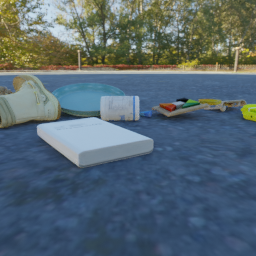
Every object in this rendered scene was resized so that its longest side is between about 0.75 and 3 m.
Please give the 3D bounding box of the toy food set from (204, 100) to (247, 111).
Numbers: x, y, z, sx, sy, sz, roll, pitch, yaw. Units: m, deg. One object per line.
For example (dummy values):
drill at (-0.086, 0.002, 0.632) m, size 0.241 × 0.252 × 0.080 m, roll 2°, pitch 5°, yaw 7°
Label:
toy food set at (4.038, -0.910, 11.634) m, size 1.406 × 0.425 × 1.009 m, roll -6°, pitch 3°, yaw -26°

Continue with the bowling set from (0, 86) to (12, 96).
bowling set at (-5.181, -1.175, 11.135) m, size 1.376 × 1.061 × 1.977 m, roll 13°, pitch 19°, yaw 42°

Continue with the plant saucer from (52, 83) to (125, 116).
plant saucer at (-1.588, -1.141, 11.234) m, size 2.960 × 0.406 × 2.960 m, roll 2°, pitch 29°, yaw -1°

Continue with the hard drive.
hard drive at (-0.941, 0.228, 6.936) m, size 1.827 × 0.370 × 2.769 m, roll -9°, pitch 16°, yaw -32°

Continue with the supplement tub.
supplement tub at (-0.262, -0.677, 9.595) m, size 1.287 × 0.849 × 0.849 m, roll -1°, pitch 14°, yaw 2°

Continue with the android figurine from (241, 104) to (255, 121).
android figurine at (4.893, -0.525, 9.935) m, size 1.713 × 0.386 × 1.881 m, roll -7°, pitch 16°, yaw -24°

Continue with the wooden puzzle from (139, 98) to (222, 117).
wooden puzzle at (1.882, -0.819, 10.292) m, size 2.676 × 0.313 × 1.806 m, roll -16°, pitch 15°, yaw -22°

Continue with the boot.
boot at (-3.922, -0.987, 9.600) m, size 2.184 × 1.023 × 2.810 m, roll -16°, pitch 45°, yaw -42°
